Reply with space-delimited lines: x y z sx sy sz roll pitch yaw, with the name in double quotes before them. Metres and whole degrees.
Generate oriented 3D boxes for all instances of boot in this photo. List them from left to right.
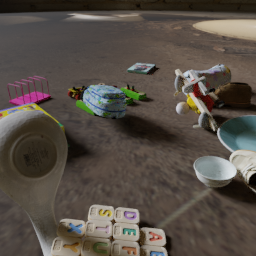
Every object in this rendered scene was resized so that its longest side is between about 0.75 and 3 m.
"boot" 3.204 -1.224 9.823 2.192 0.827 0.807 1 29 4

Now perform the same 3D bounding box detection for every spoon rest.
"spoon rest" -1.345 0.942 4.228 1.205 2.426 0.735 -16 6 -32

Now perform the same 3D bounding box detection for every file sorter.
"file sorter" -3.575 -1.356 10.126 0.842 0.760 1.212 16 32 29

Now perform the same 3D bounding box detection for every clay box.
"clay box" -2.723 0.045 7.607 1.391 0.576 2.421 -21 33 -33

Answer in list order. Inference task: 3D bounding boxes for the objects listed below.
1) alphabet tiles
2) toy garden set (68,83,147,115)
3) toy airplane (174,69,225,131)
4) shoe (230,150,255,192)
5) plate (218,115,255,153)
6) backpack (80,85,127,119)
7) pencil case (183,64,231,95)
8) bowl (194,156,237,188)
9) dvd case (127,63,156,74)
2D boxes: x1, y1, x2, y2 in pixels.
"alphabet tiles" -0.264 1.880 4.285 1.793 0.134 1.833 8 27 -3
"toy garden set" -0.864 -1.319 10.347 2.404 0.480 2.004 -22 35 -36
"toy airplane" 1.963 -0.846 8.304 1.283 1.811 1.819 -36 15 19
"shoe" 2.766 1.009 5.559 0.523 0.685 1.959 8 21 -36
"plate" 3.796 0.429 7.106 2.965 0.379 2.965 0 26 0
"backpack" -0.639 -0.803 8.451 1.208 1.138 1.481 5 35 -28
"pencil case" 3.057 -1.882 10.928 2.122 0.962 0.882 -17 34 -28
"bowl" 1.833 0.997 5.981 0.871 0.392 0.871 0 27 0
"dvd case" 0.691 -2.975 13.917 1.030 0.155 1.412 11 29 20
